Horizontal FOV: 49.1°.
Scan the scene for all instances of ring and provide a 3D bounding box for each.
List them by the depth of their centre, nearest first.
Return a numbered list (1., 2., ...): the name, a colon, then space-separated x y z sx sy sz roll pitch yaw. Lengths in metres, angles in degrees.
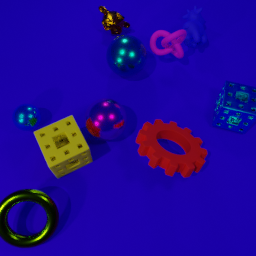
1. ring: -2.533 2.283 7.051 1.559 0.312 1.559 -2 99 -10

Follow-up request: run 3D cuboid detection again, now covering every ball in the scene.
1. ball: -0.633 -0.245 8.000 1.213 1.213 1.213 0 68 0
2. ball: -2.967 -0.312 8.224 0.811 0.811 0.811 0 68 0
3. ball: -0.042 -2.234 8.709 1.272 1.272 1.272 0 68 0

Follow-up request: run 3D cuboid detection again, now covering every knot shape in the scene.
1. knot shape: 1.330 -2.618 8.539 1.158 1.084 0.535 20 65 -18

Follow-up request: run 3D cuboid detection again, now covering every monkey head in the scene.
1. monkey head: -0.423 -3.675 9.454 1.268 0.912 0.764 25 57 -24

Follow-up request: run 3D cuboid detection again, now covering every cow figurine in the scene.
1. cow figurine: 2.145 -3.384 9.251 0.747 1.361 1.339 -14 93 34

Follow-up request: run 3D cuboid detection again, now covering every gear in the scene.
1. gear: 1.171 0.493 7.547 1.880 0.348 1.880 13 37 -10

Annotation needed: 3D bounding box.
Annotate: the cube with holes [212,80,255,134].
1. cube with holes: 3.130 -0.599 8.165 0.984 0.984 0.984 14 60 6

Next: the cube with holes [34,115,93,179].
1. cube with holes: -1.732 0.538 7.671 1.088 1.088 1.088 -25 69 -13
